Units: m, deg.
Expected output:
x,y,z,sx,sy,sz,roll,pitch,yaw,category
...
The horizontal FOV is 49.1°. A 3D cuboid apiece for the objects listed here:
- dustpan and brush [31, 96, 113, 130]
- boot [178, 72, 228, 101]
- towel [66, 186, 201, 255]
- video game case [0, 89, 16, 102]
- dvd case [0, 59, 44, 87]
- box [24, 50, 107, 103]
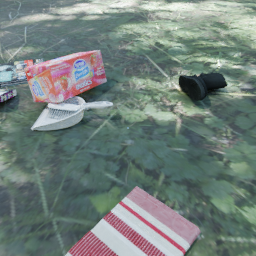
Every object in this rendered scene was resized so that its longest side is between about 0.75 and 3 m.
x,y,z,sx,sy,sz,roll,pitch,yaw,category
-1.886,-0.657,9.971,2.753,0.788,1.921,4,37,6,dustpan and brush
3.154,-1.719,11.202,1.708,0.771,2.085,-5,26,-13,boot
0.099,2.590,6.077,1.893,0.299,2.629,29,47,30,towel
-5.414,-1.250,10.758,1.714,0.307,1.554,-2,16,-3,video game case
-5.203,-2.537,12.899,2.793,0.307,2.039,-11,38,-16,dvd case
-2.310,-2.048,10.858,1.449,1.337,2.824,4,26,35,box
